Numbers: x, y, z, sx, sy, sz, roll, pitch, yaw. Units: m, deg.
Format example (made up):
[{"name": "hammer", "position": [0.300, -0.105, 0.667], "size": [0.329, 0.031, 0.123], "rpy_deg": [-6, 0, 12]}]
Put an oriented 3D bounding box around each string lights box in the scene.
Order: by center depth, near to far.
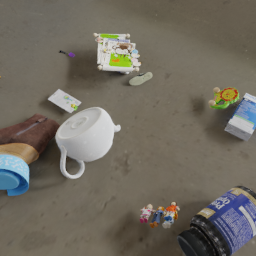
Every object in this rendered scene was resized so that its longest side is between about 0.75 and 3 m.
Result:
[{"name": "string lights box", "position": [4.881, -0.485, 11.519], "size": [0.982, 0.563, 1.911], "rpy_deg": [30, 61, 19]}]

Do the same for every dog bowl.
[{"name": "dog bowl", "position": [-4.781, 1.591, 9.581], "size": [2.868, 1.599, 0.711], "rpy_deg": [-1, 45, -1]}]

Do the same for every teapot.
[{"name": "teapot", "position": [-1.417, 0.468, 10.291], "size": [2.292, 1.674, 2.262], "rpy_deg": [-25, 28, 4]}]

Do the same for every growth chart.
[{"name": "growth chart", "position": [-0.518, -3.519, 12.932], "size": [2.061, 0.253, 2.848], "rpy_deg": [-4, 52, -6]}]

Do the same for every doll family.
[{"name": "doll family", "position": [1.090, 2.812, 8.998], "size": [1.411, 0.636, 0.876], "rpy_deg": [-15, 17, 31]}]

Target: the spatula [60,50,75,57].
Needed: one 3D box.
[{"name": "spatula", "position": [-3.068, -3.740, 14.019], "size": [0.845, 0.087, 0.239], "rpy_deg": [21, 59, 14]}]

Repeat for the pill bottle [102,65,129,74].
[{"name": "pill bottle", "position": [-0.530, -3.043, 13.144], "size": [1.299, 0.752, 0.752], "rpy_deg": [18, 58, 12]}]

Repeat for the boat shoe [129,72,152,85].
[{"name": "boat shoe", "position": [0.563, -2.266, 12.916], "size": [1.121, 0.403, 0.379], "rpy_deg": [-23, 22, -7]}]

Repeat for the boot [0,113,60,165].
[{"name": "boot", "position": [-4.429, 0.255, 10.967], "size": [2.993, 1.083, 2.490], "rpy_deg": [22, 47, 16]}]

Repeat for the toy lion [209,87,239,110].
[{"name": "toy lion", "position": [4.056, -1.258, 11.751], "size": [1.072, 0.384, 1.118], "rpy_deg": [11, 61, 32]}]

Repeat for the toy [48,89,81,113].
[{"name": "toy", "position": [-2.726, -1.108, 12.113], "size": [1.253, 0.296, 0.721], "rpy_deg": [29, 58, 16]}]

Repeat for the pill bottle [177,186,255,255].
[{"name": "pill bottle", "position": [2.877, 3.045, 8.578], "size": [2.644, 1.479, 1.479], "rpy_deg": [-29, 60, -18]}]
